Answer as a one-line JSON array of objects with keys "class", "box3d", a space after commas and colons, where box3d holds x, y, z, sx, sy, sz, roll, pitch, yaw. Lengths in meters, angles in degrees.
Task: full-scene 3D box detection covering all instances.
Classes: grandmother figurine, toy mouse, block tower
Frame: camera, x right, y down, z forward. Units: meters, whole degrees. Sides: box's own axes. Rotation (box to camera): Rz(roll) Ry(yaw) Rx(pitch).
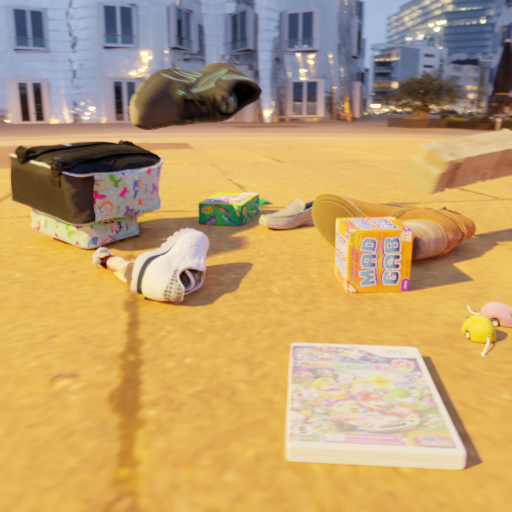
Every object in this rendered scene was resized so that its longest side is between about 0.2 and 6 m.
[{"class": "grandmother figurine", "box3d": [-2.309, 0.144, 9.171, 0.827, 0.413, 1.363, 20, -4, -40]}, {"class": "toy mouse", "box3d": [3.140, 0.822, 6.866, 1.239, 0.270, 1.395, 0, 16, 0]}, {"class": "block tower", "box3d": [4.213, -1.876, 10.987, 2.666, 0.720, 0.771, -16, 44, -29]}]

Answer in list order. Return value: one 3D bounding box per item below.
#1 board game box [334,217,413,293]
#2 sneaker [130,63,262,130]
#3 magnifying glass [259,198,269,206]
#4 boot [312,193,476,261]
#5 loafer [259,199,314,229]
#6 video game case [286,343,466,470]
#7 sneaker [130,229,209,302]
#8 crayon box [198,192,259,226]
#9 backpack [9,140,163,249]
[{"class": "board game box", "box3d": [1.782, -0.034, 8.655, 0.955, 0.956, 0.955, -1, 16, -3]}, {"class": "sneaker", "box3d": [-1.184, -3.272, 11.505, 1.199, 1.141, 3.025, 33, 49, 31]}, {"class": "magnifying glass", "box3d": [-0.111, -1.571, 15.770, 0.525, 0.148, 1.318, -10, 20, -30]}, {"class": "boot", "box3d": [2.648, -0.696, 10.832, 2.130, 1.052, 2.743, -15, 22, -41]}, {"class": "loafer", "box3d": [0.863, -0.976, 12.645, 1.819, 0.635, 0.636, -11, 19, -34]}, {"class": "video game case", "box3d": [1.002, 1.314, 5.285, 1.391, 0.175, 1.943, 1, 15, 4]}, {"class": "sneaker", "box3d": [-1.097, 0.176, 8.570, 0.828, 0.786, 2.056, 13, 25, 14]}, {"class": "crayon box", "box3d": [-0.627, -1.159, 13.518, 1.051, 0.515, 1.769, 4, 16, 13]}, {"class": "backpack", "box3d": [-3.255, -1.399, 11.448, 2.401, 2.037, 2.705, 18, 30, 28]}]
